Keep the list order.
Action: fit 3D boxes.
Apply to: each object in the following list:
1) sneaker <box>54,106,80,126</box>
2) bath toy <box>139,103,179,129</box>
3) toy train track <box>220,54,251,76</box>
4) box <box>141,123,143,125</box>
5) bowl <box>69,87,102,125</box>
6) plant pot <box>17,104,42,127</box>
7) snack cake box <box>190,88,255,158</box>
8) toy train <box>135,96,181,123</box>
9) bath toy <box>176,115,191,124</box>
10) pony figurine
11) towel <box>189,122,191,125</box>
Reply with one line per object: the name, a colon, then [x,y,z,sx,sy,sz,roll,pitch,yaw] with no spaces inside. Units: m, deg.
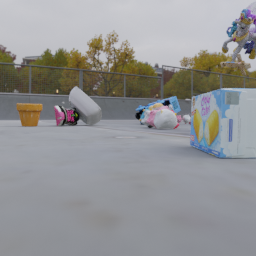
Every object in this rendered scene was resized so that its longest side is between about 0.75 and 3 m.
sneaker: [-2.786,-0.565,12.959,1.089,0.919,2.490,-7,-1,-12]
bath toy: [1.137,-0.379,9.797,0.836,0.984,2.262,22,1,-14]
toy train track: [2.741,-1.618,7.293,0.171,0.602,1.049,-31,23,-11]
box: [1.526,-0.327,15.003,1.330,0.333,1.340,2,2,26]
bowl: [-2.192,-0.949,13.713,0.693,1.853,1.856,-45,-8,-19]
plant pot: [-4.244,-0.563,12.086,1.044,0.955,1.044,1,5,0]
snack cake box: [0.994,-0.066,3.059,0.374,0.641,1.114,0,2,-1]
toy train: [1.685,-1.027,16.496,2.709,1.174,1.548,-13,9,45]
bath toy: [2.907,-0.498,16.800,1.629,0.709,0.602,-2,-42,-4]
pony figurine: [3.954,-2.981,8.841,1.968,1.697,2.038,-20,-27,-9]
towel: [4.265,-0.252,14.917,1.687,0.192,1.215,1,-1,-31]
